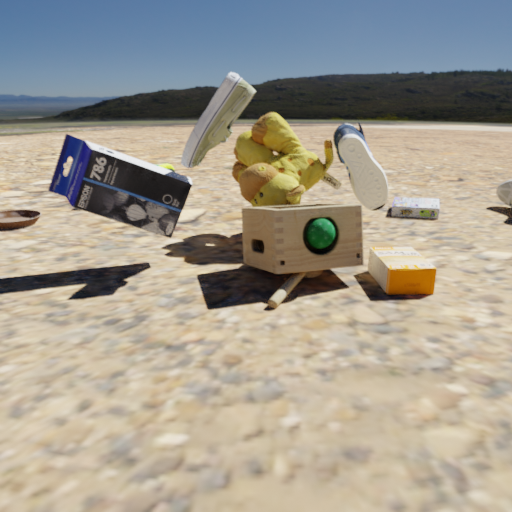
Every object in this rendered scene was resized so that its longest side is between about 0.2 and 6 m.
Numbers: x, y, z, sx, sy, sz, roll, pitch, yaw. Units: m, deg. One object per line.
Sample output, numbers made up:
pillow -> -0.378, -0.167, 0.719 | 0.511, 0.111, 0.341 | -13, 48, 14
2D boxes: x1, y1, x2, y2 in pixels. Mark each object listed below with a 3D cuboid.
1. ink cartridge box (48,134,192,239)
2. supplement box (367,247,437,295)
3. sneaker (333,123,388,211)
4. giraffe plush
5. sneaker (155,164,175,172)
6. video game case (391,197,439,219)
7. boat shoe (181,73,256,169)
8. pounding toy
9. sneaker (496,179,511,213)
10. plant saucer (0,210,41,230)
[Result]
ink cartridge box -> -2.243, -1.119, 9.268 | 2.160, 1.074, 0.423 | 17, 21, -18
supplement box -> 2.256, 0.210, 8.781 | 0.736, 0.430, 1.168 | 0, 17, -4
sneaker -> 2.034, -1.821, 11.003 | 0.676, 1.678, 1.229 | -25, 25, 14
giraffe plush -> 0.368, -1.362, 10.741 | 2.261, 1.951, 1.833 | 21, 44, 10
sneaker -> -3.354, -1.991, 15.283 | 1.169, 1.036, 2.798 | 0, 8, 29
video game case -> 3.858, -1.169, 13.538 | 1.077, 0.270, 1.188 | 5, 18, 16
boat shoe -> -0.646, -2.134, 9.221 | 0.542, 1.747, 0.629 | 33, 19, -2
pounding toy -> 0.664, -0.103, 8.826 | 1.761, 1.360, 1.913 | -5, 8, -20
sneaker -> 6.269, -1.354, 13.184 | 1.267, 0.831, 2.203 | -5, 20, -23
plant saucer -> -5.432, -0.801, 12.456 | 1.256, 0.216, 1.256 | -1, 17, 0
